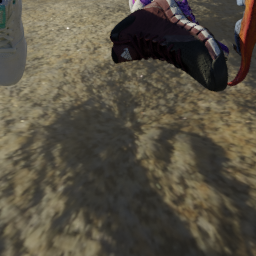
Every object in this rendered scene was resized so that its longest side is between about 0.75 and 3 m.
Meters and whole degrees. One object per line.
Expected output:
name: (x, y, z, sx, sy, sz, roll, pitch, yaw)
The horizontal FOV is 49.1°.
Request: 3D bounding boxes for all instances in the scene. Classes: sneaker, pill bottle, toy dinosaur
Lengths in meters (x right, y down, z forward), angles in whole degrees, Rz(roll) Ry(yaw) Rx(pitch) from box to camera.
sneaker: (0.357, -0.897, 3.405, 1.042, 0.682, 1.804, -24, 48, 0)
sneaker: (1.484, -2.633, 7.164, 2.801, 1.129, 1.169, 33, 83, -4)
pill bottle: (1.134, -4.166, 8.728, 2.102, 1.096, 1.096, -19, 20, 38)
toy dinosaur: (2.870, -2.398, 5.929, 1.250, 2.161, 2.381, 8, 71, 22)
sneaker: (-2.140, -1.821, 4.623, 0.962, 2.556, 1.131, -7, 30, -26)
